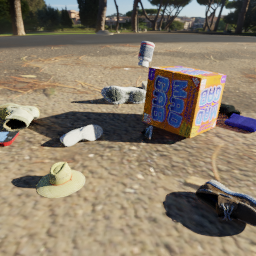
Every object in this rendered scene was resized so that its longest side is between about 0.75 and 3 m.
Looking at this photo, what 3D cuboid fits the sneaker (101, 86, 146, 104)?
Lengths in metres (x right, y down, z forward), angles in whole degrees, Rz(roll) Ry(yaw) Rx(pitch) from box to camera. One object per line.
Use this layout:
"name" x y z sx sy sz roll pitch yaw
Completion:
"sneaker" -0.232 -1.697 14.211 2.301 0.896 1.143 7 17 -7

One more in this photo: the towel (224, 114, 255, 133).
"towel" 4.648 -0.172 11.295 1.252 0.310 0.925 21 38 38

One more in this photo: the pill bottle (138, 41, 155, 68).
"pill bottle" 0.689 -2.897 11.089 0.554 0.927 0.554 13 4 -1

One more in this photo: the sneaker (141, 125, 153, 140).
"sneaker" 0.722 0.129 10.540 0.422 0.310 0.933 6 26 5

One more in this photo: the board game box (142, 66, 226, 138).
"board game box" 2.134 -1.130 10.760 2.150 2.151 2.149 21 24 36

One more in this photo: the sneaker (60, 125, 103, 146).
"sneaker" -1.710 0.203 10.157 1.560 0.587 0.690 -14 16 -27

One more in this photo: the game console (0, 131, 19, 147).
"game console" -4.757 0.358 10.166 1.308 0.203 1.157 -1 24 -3

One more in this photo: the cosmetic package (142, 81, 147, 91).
"cosmetic package" 1.128 -2.435 16.306 0.497 0.351 0.961 -4 25 -9

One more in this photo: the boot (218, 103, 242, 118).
"boot" 4.330 -0.744 12.394 1.189 0.440 0.974 5 24 3

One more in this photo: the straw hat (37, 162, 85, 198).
"straw hat" -1.846 1.263 7.648 1.375 0.582 1.375 -1 24 0

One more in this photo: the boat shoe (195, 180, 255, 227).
"boat shoe" 2.314 1.821 6.431 0.654 0.653 1.807 -19 20 -27

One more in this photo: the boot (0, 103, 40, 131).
"boot" -4.752 -0.420 11.338 1.941 0.700 1.501 3 25 3
